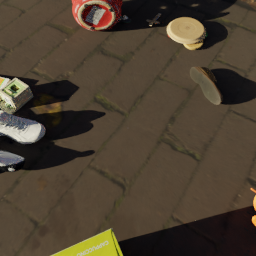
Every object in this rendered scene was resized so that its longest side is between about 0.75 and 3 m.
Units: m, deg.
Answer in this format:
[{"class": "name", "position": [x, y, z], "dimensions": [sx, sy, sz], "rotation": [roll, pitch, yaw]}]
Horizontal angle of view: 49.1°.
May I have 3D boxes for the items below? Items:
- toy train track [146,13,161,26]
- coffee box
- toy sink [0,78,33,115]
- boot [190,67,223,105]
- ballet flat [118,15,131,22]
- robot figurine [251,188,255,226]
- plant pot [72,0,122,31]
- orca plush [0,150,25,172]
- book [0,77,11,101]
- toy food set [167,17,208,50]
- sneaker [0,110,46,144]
[{"class": "toy train track", "position": [1.274, -5.050, 13.167], "dimensions": [0.647, 0.184, 1.129], "rotation": [20, 54, 20]}, {"class": "coffee box", "position": [-0.807, 3.710, 6.590], "dimensions": [1.773, 1.756, 1.775], "rotation": [-20, 60, -13]}, {"class": "toy sink", "position": [-4.270, -1.183, 10.385], "dimensions": [0.758, 0.652, 1.163], "rotation": [33, 63, 19]}, {"class": "boot", "position": [3.182, -1.709, 10.756], "dimensions": [0.730, 0.712, 1.934], "rotation": [-12, 55, -21]}, {"class": "ballet flat", "position": [-0.272, -5.115, 13.117], "dimensions": [0.882, 0.322, 0.322], "rotation": [-4, 57, -3]}, {"class": "robot figurine", "position": [4.400, 2.436, 7.750], "dimensions": [1.525, 1.236, 2.120], "rotation": [-42, 58, 23]}, {"class": "plant pot", "position": [-1.327, -5.656, 12.327], "dimensions": [2.353, 2.353, 2.142], "rotation": [-4, 66, -3]}, {"class": "orca plush", "position": [-4.491, 1.141, 8.773], "dimensions": [2.326, 1.224, 0.827], "rotation": [10, 97, -22]}, {"class": "book", "position": [-5.370, -1.586, 10.855], "dimensions": [1.410, 0.339, 0.942], "rotation": [14, 60, 10]}, {"class": "toy food set", "position": [2.635, -4.300, 12.512], "dimensions": [1.794, 0.436, 1.775], "rotation": [22, 60, 13]}, {"class": "sneaker", "position": [-3.898, -0.081, 9.395], "dimensions": [2.189, 1.088, 0.853], "rotation": [9, 68, 7]}]
